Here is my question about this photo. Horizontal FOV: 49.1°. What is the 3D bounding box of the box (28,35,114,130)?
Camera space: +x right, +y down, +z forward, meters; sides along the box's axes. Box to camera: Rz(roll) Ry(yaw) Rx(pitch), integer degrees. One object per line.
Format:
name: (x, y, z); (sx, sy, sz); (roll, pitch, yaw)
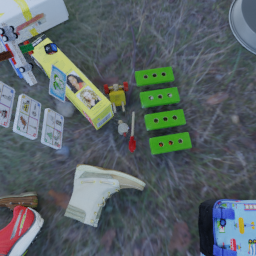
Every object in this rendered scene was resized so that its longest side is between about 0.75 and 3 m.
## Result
box: (-1.585, -1.265, 7.819); (0.708, 1.063, 2.824); (-42, 78, -10)

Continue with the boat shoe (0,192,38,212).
boat shoe: (-2.910, 1.918, 7.122); (1.193, 0.429, 0.406); (-10, 72, -3)

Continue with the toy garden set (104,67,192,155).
toy garden set: (0.476, -0.408, 7.861); (2.024, 0.485, 2.428); (-9, 73, -5)

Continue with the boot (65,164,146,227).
boot: (-0.572, 1.764, 7.049); (1.857, 0.669, 1.436); (10, 72, 9)

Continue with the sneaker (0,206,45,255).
sneaker: (-3.090, 2.966, 6.520); (1.079, 0.978, 2.541); (36, 65, 3)

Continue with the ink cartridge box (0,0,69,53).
ink cartridge box: (-3.579, -3.800, 8.529); (2.814, 1.174, 2.043); (-31, 75, -9)

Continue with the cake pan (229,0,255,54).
cake pan: (4.693, -3.508, 8.787); (2.884, 0.529, 2.884); (0, 72, 0)

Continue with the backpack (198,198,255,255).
backpack: (2.813, 3.002, 6.053); (2.517, 1.855, 2.757); (5, 74, 1)

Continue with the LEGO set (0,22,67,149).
LEGO set: (-2.164, -0.996, 6.035); (0.639, 1.945, 2.604); (-14, 64, 27)
